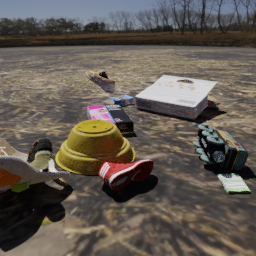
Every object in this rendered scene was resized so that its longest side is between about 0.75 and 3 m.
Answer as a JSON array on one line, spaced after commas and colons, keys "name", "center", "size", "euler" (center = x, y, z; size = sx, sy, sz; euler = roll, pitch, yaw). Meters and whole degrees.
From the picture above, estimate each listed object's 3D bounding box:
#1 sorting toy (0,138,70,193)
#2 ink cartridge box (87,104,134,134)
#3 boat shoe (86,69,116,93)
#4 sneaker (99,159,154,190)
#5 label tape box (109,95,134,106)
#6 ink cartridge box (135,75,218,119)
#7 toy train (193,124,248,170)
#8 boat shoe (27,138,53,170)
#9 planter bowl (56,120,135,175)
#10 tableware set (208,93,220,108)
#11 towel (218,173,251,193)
[{"name": "sorting toy", "center": [-2.463, 0.952, 6.607], "size": [1.914, 1.136, 2.126], "euler": [5, 7, -36]}, {"name": "ink cartridge box", "center": [-0.810, -0.451, 10.998], "size": [1.390, 0.544, 2.935], "euler": [-5, 19, -13]}, {"name": "boat shoe", "center": [-1.205, -2.323, 12.917], "size": [0.721, 0.677, 1.957], "euler": [-5, 35, -49]}, {"name": "sneaker", "center": [-0.088, 0.967, 6.962], "size": [1.460, 0.572, 0.843], "euler": [-11, 28, -43]}, {"name": "label tape box", "center": [-0.333, -1.324, 13.502], "size": [1.002, 0.317, 0.723], "euler": [-13, 24, -32]}, {"name": "ink cartridge box", "center": [2.238, -1.499, 12.768], "size": [2.916, 0.652, 2.569], "euler": [15, 39, 34]}, {"name": "toy train", "center": [2.605, 0.512, 8.080], "size": [1.129, 0.845, 1.982], "euler": [12, 18, -3]}, {"name": "boat shoe", "center": [-2.051, 0.657, 6.442], "size": [0.481, 1.314, 0.412], "euler": [6, 59, -31]}, {"name": "planter bowl", "center": [-0.946, 0.361, 8.134], "size": [2.338, 0.974, 2.338], "euler": [0, 21, 0]}, {"name": "tableware set", "center": [3.208, -1.123, 12.976], "size": [1.755, 0.352, 1.160], "euler": [-8, 33, -5]}, {"name": "towel", "center": [2.561, 1.324, 6.781], "size": [0.563, 0.116, 0.754], "euler": [-1, 21, -1]}]
